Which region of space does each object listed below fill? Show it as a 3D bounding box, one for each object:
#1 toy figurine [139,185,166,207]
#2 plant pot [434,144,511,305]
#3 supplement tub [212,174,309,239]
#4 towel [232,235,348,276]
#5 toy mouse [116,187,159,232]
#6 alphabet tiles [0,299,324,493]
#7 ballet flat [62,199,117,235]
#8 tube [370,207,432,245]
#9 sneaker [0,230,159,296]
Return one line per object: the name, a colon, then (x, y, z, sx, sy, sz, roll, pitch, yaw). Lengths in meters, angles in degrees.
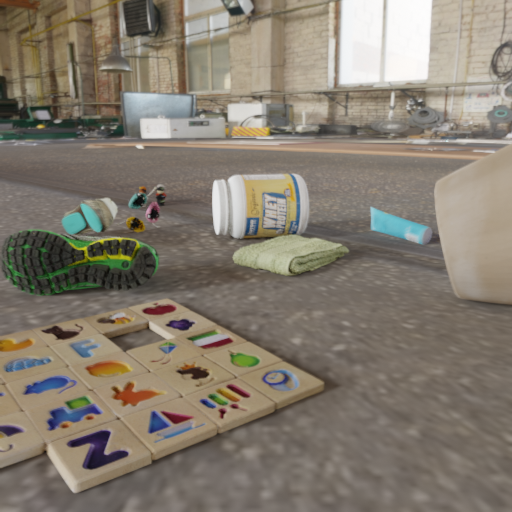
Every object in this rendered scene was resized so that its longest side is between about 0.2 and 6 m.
toy figurine: (-2.764, -1.614, 14.860, 0.735, 0.520, 0.747, -2, 15, -6)
plant pot: (3.656, -0.425, 7.065, 2.407, 2.774, 2.774, -11, 9, 26)
supplement tub: (0.062, -0.975, 11.042, 1.729, 1.250, 1.250, -3, 15, -11)
towel: (0.587, -0.059, 9.390, 1.320, 0.325, 1.780, 11, 18, 38)
toy mouse: (-2.353, -0.987, 11.668, 0.223, 1.023, 1.151, 19, -2, 37)
alphabet tiles: (-1.637, 1.169, 5.185, 3.502, 0.132, 2.927, -12, 19, -36)
ballet flat: (-3.061, -0.787, 10.616, 0.726, 0.654, 1.927, -34, 16, -33)
tube: (2.771, -0.562, 10.983, 0.338, 0.519, 1.341, -23, 32, -35)
sneaker: (-2.521, 0.118, 8.050, 2.307, 0.900, 0.983, 5, 3, 3)
